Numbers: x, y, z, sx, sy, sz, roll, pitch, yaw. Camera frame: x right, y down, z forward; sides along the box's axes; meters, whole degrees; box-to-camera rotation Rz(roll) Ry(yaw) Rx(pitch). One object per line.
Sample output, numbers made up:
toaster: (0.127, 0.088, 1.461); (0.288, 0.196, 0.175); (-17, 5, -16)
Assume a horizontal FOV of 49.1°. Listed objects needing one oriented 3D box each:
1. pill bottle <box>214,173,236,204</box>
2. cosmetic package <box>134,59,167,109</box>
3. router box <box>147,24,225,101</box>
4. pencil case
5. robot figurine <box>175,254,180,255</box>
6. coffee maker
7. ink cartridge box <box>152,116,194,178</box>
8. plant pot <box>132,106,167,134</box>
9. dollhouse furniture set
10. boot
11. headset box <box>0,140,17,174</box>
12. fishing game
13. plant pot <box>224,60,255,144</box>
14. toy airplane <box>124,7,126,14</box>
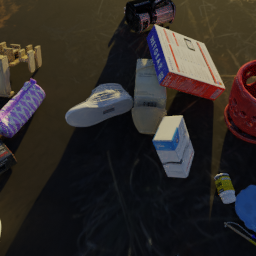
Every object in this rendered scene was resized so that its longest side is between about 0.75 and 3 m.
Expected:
pill bottle: (2.908, 1.805, 8.370); (0.459, 0.459, 0.803); (-5, 52, -4)
cosmetic package: (0.849, -1.643, 10.717); (1.178, 0.832, 2.275); (2, 49, 2)
router box: (2.197, -2.590, 10.977); (2.566, 0.698, 2.859); (12, 48, -24)
pencil case: (-3.871, -0.722, 10.009); (0.951, 0.969, 2.266); (23, 56, 4)
robot figurine: (1.283, 3.810, 6.864); (0.957, 0.384, 1.320); (24, 57, 17)
coffee maker: (0.933, -5.701, 13.743); (2.109, 1.421, 2.026); (-22, 41, -17)
ink cartridge box: (1.422, 0.583, 8.492); (0.658, 1.563, 1.130); (-2, 39, 32)
plant pot: (0.708, -0.218, 9.636); (1.209, 1.209, 0.811); (4, 83, 3)
dollhouse furniture set: (-4.871, -2.438, 11.413); (2.009, 1.523, 2.293); (7, 30, 5)
boot: (-1.168, -0.909, 10.309); (2.567, 0.944, 1.227); (-16, 47, -22)
headset box: (-4.443, 0.927, 8.959); (1.184, 0.597, 1.593); (-36, 60, -25)
fishing game: (3.875, 2.334, 7.990); (1.557, 0.338, 2.174); (26, 61, 32)
plant pot: (4.482, -0.735, 9.285); (2.327, 2.119, 2.327); (0, 51, 0)
toy airplane: (0.179, -6.157, 14.467); (0.834, 0.591, 0.837); (-21, 56, -15)
